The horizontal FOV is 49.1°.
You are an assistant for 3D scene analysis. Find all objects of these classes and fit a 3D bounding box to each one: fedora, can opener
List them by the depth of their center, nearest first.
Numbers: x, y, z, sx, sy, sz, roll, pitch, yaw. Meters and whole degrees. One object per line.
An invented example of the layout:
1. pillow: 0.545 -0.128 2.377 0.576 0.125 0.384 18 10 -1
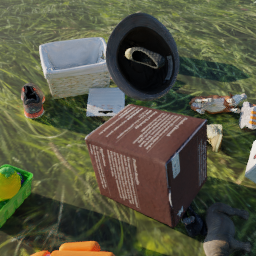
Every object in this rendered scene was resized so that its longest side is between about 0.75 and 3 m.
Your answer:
1. can opener: 1.642 2.321 7.857 0.534 0.663 1.685 -34 34 6
2. fedora: 0.337 -2.238 9.245 2.505 2.832 1.279 -57 28 -5

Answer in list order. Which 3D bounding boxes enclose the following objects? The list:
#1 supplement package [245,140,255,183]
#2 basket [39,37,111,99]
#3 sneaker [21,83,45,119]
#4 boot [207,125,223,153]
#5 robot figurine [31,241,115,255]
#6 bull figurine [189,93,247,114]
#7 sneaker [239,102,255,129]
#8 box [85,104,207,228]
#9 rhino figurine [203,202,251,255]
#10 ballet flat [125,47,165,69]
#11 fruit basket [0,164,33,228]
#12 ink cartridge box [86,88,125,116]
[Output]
1. supplement package: 4.824 0.724 8.361 1.444 1.963 1.877 33 45 8
2. basket: -2.343 -2.728 12.950 2.995 1.848 2.030 -12 55 -13
3. sneaker: -4.186 -1.502 12.267 1.009 1.073 2.619 -14 40 -17
4. boot: 2.835 0.293 10.355 1.228 0.572 1.588 10 33 12
5. robot figurine: -1.145 3.304 5.645 2.708 1.579 1.948 1 65 0
6. bull figurine: 3.842 -1.007 11.703 2.455 0.800 1.490 -5 9 3
7. sneaker: 5.092 -0.320 10.365 1.503 1.041 2.683 8 13 8
8. box: 0.603 0.893 7.950 2.619 2.173 2.150 15 38 35
9. rhino figurine: 2.414 2.852 6.926 1.041 0.712 2.380 9 41 13
10. ballet flat: 0.304 -1.384 5.481 0.923 0.307 0.262 23 40 32
11. fruit basket: -3.500 1.641 7.681 1.320 1.830 1.830 14 40 18
12. ink cartridge box: -0.941 -1.032 12.247 1.607 0.475 2.008 -1 43 -2
